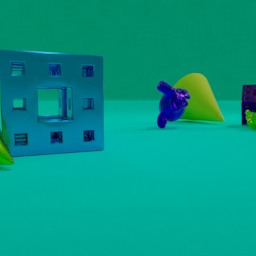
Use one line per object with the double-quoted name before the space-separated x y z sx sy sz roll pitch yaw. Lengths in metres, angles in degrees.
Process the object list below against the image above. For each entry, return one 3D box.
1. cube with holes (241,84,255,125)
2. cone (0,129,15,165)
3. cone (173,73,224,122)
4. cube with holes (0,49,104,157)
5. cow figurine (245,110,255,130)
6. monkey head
"cube with holes" 3.521 -0.631 7.584 0.802 0.802 0.802 2 41 25
"cone" -1.692 0.131 3.138 1.158 1.153 1.153 28 15 17
"cone" 2.364 -0.603 8.616 1.658 1.658 1.664 -4 32 -31
"cube with holes" -1.226 -0.387 4.382 1.355 1.355 1.355 -2 7 -22
"cow figurine" 3.240 -0.297 6.521 0.497 0.905 0.890 35 15 -30
"monkey head" 1.044 -0.682 7.191 1.008 1.401 0.844 35 -42 -7
